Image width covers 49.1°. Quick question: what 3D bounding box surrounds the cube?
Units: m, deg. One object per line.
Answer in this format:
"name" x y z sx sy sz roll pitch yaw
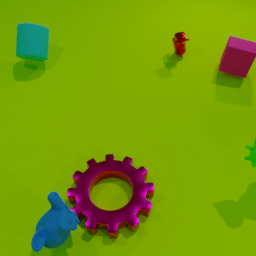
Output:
"cube" 3.276 -2.132 8.375 0.817 0.817 0.817 18 43 8

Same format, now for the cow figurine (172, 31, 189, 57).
"cow figurine" 1.666 -2.649 8.908 0.482 0.877 0.863 -12 35 5

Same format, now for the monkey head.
"monkey head" -1.328 1.621 4.912 0.728 1.208 0.869 -32 91 1

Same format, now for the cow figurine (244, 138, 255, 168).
"cow figurine" 2.907 0.380 5.245 1.245 0.695 1.265 9 35 28

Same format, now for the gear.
"gear" -0.349 1.356 5.847 1.753 0.324 1.753 0 49 0

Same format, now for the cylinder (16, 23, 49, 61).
"cylinder" -2.890 -2.578 8.495 0.924 0.924 0.924 4 94 0
